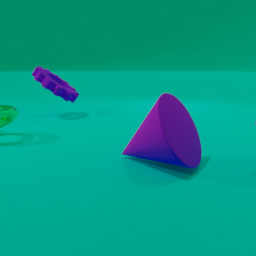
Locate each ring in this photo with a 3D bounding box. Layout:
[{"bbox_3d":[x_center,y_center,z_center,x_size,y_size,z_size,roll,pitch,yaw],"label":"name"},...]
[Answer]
[{"bbox_3d":[-3.010,-0.181,6.065,1.232,0.246,1.232,-21,-6,-2],"label":"ring"}]

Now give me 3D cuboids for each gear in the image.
[{"bbox_3d":[-2.261,-1.372,8.838,1.527,0.282,1.527,36,10,-7],"label":"gear"}]

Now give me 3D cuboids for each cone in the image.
[{"bbox_3d":[0.358,0.240,4.634,1.235,1.230,1.230,-25,-3,33],"label":"cone"}]
